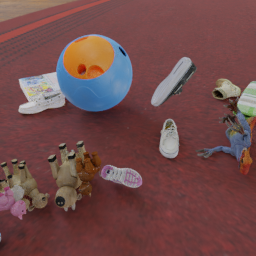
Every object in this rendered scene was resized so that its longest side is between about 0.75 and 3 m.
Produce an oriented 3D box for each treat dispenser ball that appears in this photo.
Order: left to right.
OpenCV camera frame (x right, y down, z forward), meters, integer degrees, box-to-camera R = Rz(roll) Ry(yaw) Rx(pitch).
[{"bbox_3d":[-1.093,-1.783,9.223,2.464,2.464,2.464,0,33,0],"label":"treat dispenser ball"}]

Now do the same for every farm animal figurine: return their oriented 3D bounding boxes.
[{"bbox_3d":[-1.758,1.289,6.048,2.363,1.188,1.908,-19,20,-23],"label":"farm animal figurine"}]

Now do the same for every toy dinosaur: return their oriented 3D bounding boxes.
[{"bbox_3d":[3.168,0.260,7.592,2.487,1.306,2.257,2,49,-14],"label":"toy dinosaur"}]

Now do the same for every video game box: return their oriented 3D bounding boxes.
[{"bbox_3d":[-3.233,-1.596,10.959,1.629,0.419,1.788,-15,36,-25],"label":"video game box"}]

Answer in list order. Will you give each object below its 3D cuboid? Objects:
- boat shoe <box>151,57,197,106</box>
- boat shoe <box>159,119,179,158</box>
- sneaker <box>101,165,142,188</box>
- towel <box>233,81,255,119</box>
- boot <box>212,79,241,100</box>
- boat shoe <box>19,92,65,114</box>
[{"bbox_3d":[1.281,-1.146,7.630,0.557,1.572,0.567,30,23,-25],"label":"boat shoe"},{"bbox_3d":[1.214,0.194,8.028,0.552,0.636,1.493,5,34,8],"label":"boat shoe"},{"bbox_3d":[-0.115,1.152,6.561,0.989,0.437,0.398,12,69,21],"label":"sneaker"},{"bbox_3d":[5.036,-0.847,9.949,2.005,0.412,2.688,18,39,28],"label":"towel"},{"bbox_3d":[3.588,-1.498,10.792,0.945,0.441,1.223,-16,38,-22],"label":"boot"},{"bbox_3d":[-3.034,-0.939,9.818,1.621,0.562,0.574,-18,38,-26],"label":"boat shoe"}]
